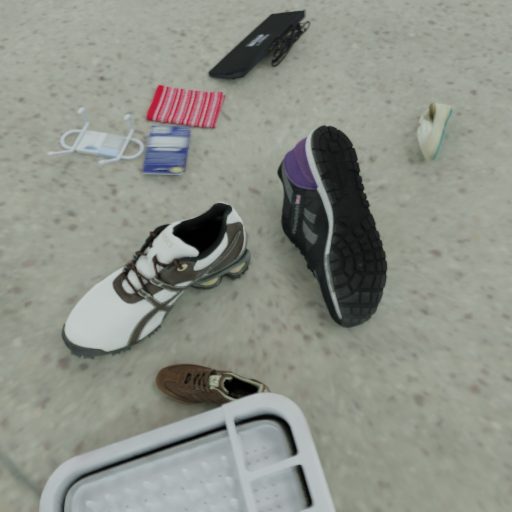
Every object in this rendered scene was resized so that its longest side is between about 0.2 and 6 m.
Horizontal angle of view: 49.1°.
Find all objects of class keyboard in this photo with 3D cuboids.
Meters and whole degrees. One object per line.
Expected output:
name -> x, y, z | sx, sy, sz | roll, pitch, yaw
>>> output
keyboard -> 0.244, -5.057, 13.758 | 1.567, 0.596, 3.010 | 13, 54, 38

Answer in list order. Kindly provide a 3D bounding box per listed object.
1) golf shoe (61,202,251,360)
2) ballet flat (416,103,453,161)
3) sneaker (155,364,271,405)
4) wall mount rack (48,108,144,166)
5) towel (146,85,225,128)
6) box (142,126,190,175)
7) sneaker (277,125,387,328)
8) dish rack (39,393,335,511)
golf shoe -> -1.704, 0.241, 9.181 | 3.539, 1.672, 1.376 | -35, 63, -20
ballet flat -> 3.671, -2.638, 11.810 | 0.591, 0.640, 1.896 | 25, 47, 7
sneaker -> -0.662, 1.925, 8.554 | 1.857, 0.701, 0.654 | 10, 55, 6
wall mount rack -> -3.352, -2.329, 11.576 | 1.852, 0.691, 1.609 | 10, 55, 8
towel -> -1.589, -3.382, 12.637 | 1.604, 0.180, 1.160 | 8, 56, 6
box -> -1.872, -2.171, 11.744 | 0.844, 0.226, 1.393 | 2, 55, 1
sneaker -> 1.234, -0.403, 10.036 | 1.328, 1.535, 3.506 | 2, 73, -34
dish rack -> -0.766, 3.675, 6.895 | 3.672, 0.800, 3.152 | -19, 58, 2
